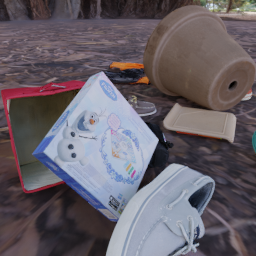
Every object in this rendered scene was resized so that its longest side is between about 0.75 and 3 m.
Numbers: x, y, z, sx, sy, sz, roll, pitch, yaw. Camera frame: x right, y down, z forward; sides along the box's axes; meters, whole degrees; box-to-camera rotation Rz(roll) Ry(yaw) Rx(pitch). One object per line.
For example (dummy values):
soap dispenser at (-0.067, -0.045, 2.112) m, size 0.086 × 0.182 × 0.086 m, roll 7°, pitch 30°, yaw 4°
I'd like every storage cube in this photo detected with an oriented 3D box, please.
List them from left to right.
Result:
storage cube at (-1.457, 0.022, 5.432) m, size 1.591 × 1.861 × 1.673 m, roll -13°, pitch 18°, yaw -23°

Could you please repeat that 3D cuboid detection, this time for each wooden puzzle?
wooden puzzle at (1.985, -0.141, 7.623) m, size 1.778 × 0.331 × 1.645 m, roll 14°, pitch 28°, yaw 18°

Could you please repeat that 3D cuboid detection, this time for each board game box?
board game box at (-0.353, 0.290, 4.485) m, size 0.371 × 1.710 × 1.702 m, roll -13°, pitch 37°, yaw 44°

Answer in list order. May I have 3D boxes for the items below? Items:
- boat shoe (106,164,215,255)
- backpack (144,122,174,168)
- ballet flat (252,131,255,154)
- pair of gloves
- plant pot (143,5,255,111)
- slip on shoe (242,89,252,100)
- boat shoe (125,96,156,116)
boat shoe at (0.629, 1.254, 3.941) m, size 0.904 × 0.886 × 2.539 m, roll 9°, pitch 23°, yaw 29°
backpack at (0.362, 0.335, 6.046) m, size 0.995 × 0.754 × 1.192 m, roll 12°, pitch 25°, yaw -6°
ballet flat at (3.399, 0.849, 5.049) m, size 0.935 × 1.010 × 2.864 m, roll 20°, pitch 22°, yaw -21°
pair of gloves at (0.103, -2.422, 12.398) m, size 2.369 × 0.329 × 2.660 m, roll 8°, pitch 29°, yaw 13°
plant pot at (2.361, -1.923, 8.658) m, size 3.003 × 3.003 × 2.619 m, roll -12°, pitch 40°, yaw -23°
slip on shoe at (3.434, -1.862, 10.524) m, size 1.096 × 0.905 × 2.958 m, roll -12°, pitch 26°, yaw -21°
boat shoe at (0.013, -0.713, 8.537) m, size 1.708 × 0.508 × 0.614 m, roll 4°, pitch 26°, yaw 8°
